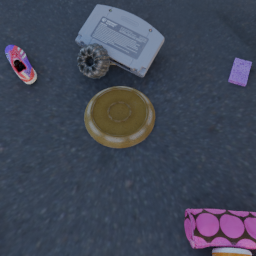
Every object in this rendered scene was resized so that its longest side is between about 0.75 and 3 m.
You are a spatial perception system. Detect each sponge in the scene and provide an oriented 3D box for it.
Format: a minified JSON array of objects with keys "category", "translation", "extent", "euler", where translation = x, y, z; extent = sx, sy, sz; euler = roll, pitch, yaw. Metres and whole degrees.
[{"category":"sponge","translation":[4.205,-2.105,10.499],"extent":[0.635,0.170,1.138],"euler":[20,63,10]}]

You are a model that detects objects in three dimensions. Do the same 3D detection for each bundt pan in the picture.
[{"category":"bundt pan","translation":[-1.310,-2.389,10.032],"extent":[1.286,1.286,0.483],"euler":[35,25,17]}]

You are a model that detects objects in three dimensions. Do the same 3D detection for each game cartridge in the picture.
[{"category":"game cartridge","translation":[-0.238,-3.369,10.518],"extent":[2.933,0.594,1.956],"euler":[29,84,6]}]

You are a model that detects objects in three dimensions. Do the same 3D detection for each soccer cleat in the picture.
[{"category":"soccer cleat","translation":[-4.063,-2.498,10.336],"extent":[0.692,0.743,2.030],"euler":[-36,67,-2]}]

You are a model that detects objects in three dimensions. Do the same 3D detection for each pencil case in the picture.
[{"category":"pencil case","translation":[2.731,2.735,7.352],"extent":[2.444,1.109,1.145],"euler":[1,44,4]}]

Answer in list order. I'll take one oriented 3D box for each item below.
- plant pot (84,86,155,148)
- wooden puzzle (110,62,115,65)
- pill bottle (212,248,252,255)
[{"category":"plant pot","translation":[-0.282,-0.497,9.550],"extent":[2.456,0.337,2.456],"euler":[0,61,0]},{"category":"wooden puzzle","translation":[-0.465,-3.018,10.946],"extent":[2.195,0.257,1.480],"euler":[-2,62,-1]},{"category":"pill bottle","translation":[2.593,3.895,6.824],"extent":[0.969,0.969,1.727],"euler":[4,63,2]}]
